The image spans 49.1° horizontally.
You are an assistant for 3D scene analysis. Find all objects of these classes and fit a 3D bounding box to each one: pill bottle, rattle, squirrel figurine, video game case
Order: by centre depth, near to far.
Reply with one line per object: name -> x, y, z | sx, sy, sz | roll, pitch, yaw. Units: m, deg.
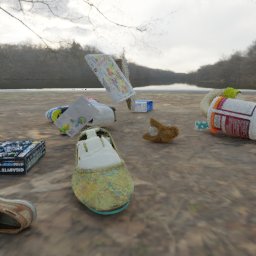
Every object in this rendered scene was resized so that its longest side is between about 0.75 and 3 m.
squirrel figurine -> 1.123, 0.146, 8.887 | 1.008, 0.713, 0.941 | 22, 10, 28
pill bottle -> 3.811, -0.292, 9.156 | 2.131, 1.168, 1.168 | 17, 19, 36
video game case -> -0.519, -1.711, 9.445 | 0.222, 1.765, 1.939 | -33, 3, 22
rattle -> 3.628, -0.208, 11.137 | 1.760, 1.931, 2.704 | 13, 52, 16

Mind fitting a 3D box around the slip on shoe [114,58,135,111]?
slip on shoe -> -0.228, -2.041, 13.360 | 0.777, 2.566, 0.975 | -12, 3, -8

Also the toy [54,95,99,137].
toy -> -1.564, -0.369, 8.531 | 0.734, 1.275, 0.301 | 42, 15, -21

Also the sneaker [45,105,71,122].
sneaker -> -2.990, -0.711, 13.104 | 0.790, 0.710, 1.920 | 4, 9, 36

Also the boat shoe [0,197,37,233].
boat shoe -> -1.812, 1.138, 3.656 | 1.159, 0.439, 0.416 | -1, 12, 4

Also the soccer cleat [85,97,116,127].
soccer cleat -> -1.710, -0.684, 11.833 | 1.274, 1.031, 2.951 | -14, 18, -35

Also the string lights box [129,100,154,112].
string lights box -> 0.842, -1.360, 16.963 | 0.997, 0.572, 1.940 | 4, 11, 19

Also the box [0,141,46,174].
box -> -2.754, 0.639, 6.497 | 1.292, 0.374, 1.625 | 0, 10, -3

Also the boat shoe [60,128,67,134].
boat shoe -> -2.250, -0.063, 10.124 | 0.490, 0.465, 1.294 | -4, 11, -19

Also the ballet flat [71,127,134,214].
ballet flat -> -0.589, 0.548, 5.283 | 1.050, 1.050, 2.971 | -2, 11, -9
